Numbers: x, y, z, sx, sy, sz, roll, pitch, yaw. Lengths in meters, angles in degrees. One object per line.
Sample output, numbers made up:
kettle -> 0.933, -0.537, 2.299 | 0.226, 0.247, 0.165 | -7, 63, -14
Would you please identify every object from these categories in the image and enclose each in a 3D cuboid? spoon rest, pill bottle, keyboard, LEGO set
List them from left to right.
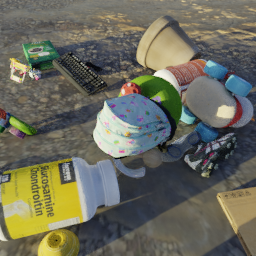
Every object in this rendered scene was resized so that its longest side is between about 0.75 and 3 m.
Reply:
LEGO set -> -5.142, -2.695, 13.197 | 2.263, 0.842, 1.041 | 28, 12, 36
pill bottle -> -1.753, 1.643, 7.006 | 2.900, 1.624, 1.624 | -11, 41, -13
keyboard -> -2.036, -2.593, 12.655 | 1.615, 0.345, 2.689 | -33, 64, -28
spoon rest -> -0.271, 0.605, 7.910 | 0.613, 2.022, 1.005 | -28, 16, 19
pill bottle -> 1.938, -1.651, 11.030 | 2.828, 1.587, 1.587 | -20, 43, -23

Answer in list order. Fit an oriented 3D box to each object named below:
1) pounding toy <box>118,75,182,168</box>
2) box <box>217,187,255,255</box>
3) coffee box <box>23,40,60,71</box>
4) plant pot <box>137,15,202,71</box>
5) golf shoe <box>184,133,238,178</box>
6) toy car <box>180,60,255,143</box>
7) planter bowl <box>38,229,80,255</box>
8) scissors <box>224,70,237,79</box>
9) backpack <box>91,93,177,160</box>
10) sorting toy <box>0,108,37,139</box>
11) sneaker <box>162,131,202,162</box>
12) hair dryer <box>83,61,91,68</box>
pounding toy -> 0.366, -0.352, 8.221 | 2.098, 2.718, 1.261 | 17, 0, 19
box -> 3.755, 2.300, 7.282 | 2.252, 0.240, 1.841 | -7, 40, -9
coffee box -> -4.444, -3.753, 14.429 | 1.527, 0.546, 2.483 | -17, 43, -20
plant pot -> 2.042, -3.444, 12.885 | 2.216, 2.554, 2.554 | 41, 52, 18
golf shoe -> 2.727, 0.648, 8.895 | 2.116, 0.817, 0.932 | -30, 41, -32
toy car -> 3.513, -0.784, 10.064 | 2.474, 2.280, 2.188 | 10, 30, -36
planter bowl -> -1.663, 2.743, 6.612 | 0.992, 0.413, 0.992 | -1, 39, 0
scissors -> 4.143, -2.406, 13.086 | 2.123, 0.148, 0.777 | -10, 44, -14
backpack -> 0.079, -0.084, 6.567 | 1.600, 1.214, 1.917 | 36, 35, 32
sorting toy -> -4.237, -0.104, 9.572 | 0.850, 2.071, 1.244 | -59, 18, -8
sneaker -> 1.659, 0.639, 9.110 | 1.541, 0.671, 0.574 | -27, 89, -8
hair dryer -> -2.278, -2.853, 13.394 | 1.341, 0.478, 1.761 | -9, 41, -13
